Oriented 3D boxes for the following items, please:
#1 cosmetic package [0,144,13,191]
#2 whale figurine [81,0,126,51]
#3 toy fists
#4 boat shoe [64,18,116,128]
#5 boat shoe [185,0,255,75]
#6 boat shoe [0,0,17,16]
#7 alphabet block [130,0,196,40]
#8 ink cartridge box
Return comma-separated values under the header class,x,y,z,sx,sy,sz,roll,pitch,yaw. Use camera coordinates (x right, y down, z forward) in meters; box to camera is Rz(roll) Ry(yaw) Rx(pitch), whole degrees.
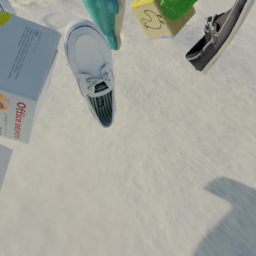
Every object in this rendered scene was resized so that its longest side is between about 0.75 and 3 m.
class,x,y,z,sx,sy,sz,roll,pitch,yaw
cosmetic package,-2.403,0.879,4.350,0.717,0.565,1.333,-7,60,30
whale figurine,-0.716,-3.311,7.918,1.148,2.212,1.760,-12,23,-19
toy fists,2.042,-4.244,7.619,2.913,1.485,1.002,-42,93,-19
boat shoe,-0.642,-1.061,6.192,0.967,2.628,0.878,-22,51,-5
boat shoe,2.167,-2.340,7.070,0.872,2.782,1.011,35,71,6
boat shoe,-3.120,-2.533,6.907,0.816,2.266,0.703,23,60,36
alphabet block,1.144,-3.868,9.119,1.332,1.357,1.325,-51,33,-15
ink cartridge box,-2.941,-1.151,5.704,2.606,1.894,1.885,16,57,-15
